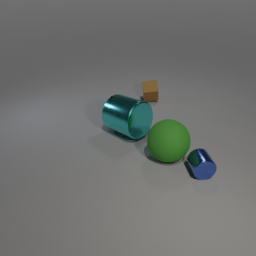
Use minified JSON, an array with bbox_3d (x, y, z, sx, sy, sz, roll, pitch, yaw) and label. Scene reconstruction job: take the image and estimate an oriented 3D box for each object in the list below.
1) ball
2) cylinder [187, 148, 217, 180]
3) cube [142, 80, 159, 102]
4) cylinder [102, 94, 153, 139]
[{"bbox_3d":[1.319,0.411,9.093,1.400,1.400,1.400,0,29,0],"label":"ball"},{"bbox_3d":[2.243,1.095,8.553,0.700,0.700,0.700,-3,29,-6],"label":"cylinder"},{"bbox_3d":[1.055,-1.761,13.261,0.700,0.700,0.700,-6,59,4],"label":"cube"},{"bbox_3d":[-0.024,-0.450,10.464,1.400,1.400,1.400,-26,33,-38],"label":"cylinder"}]
